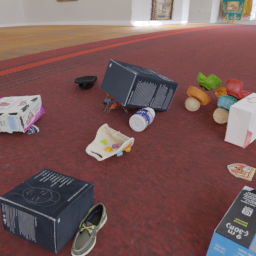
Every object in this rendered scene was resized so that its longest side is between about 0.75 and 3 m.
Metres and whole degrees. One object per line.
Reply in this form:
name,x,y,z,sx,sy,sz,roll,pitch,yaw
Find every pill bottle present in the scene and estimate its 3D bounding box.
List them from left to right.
pill bottle,0.649,-0.413,11.951,0.739,0.739,1.235,13,29,24

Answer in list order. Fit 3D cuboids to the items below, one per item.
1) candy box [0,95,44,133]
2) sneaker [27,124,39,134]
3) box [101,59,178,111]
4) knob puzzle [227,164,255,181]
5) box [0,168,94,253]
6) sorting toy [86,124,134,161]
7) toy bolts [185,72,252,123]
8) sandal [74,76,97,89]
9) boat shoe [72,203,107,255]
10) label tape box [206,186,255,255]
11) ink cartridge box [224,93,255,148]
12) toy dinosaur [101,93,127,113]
candy box,-5.352,-0.572,11.795,2.965,0.904,2.022,-3,27,10
sneaker,-4.078,0.023,11.614,0.768,0.269,0.417,24,34,33
box,0.541,-1.948,13.019,2.780,1.488,2.063,4,25,-41
knob puzzle,3.683,1.358,9.170,0.916,0.127,0.916,0,27,0
box,-1.923,1.930,6.926,1.592,1.004,1.619,11,22,23
sorting toy,-0.738,0.662,9.962,1.330,0.789,1.477,-31,41,-33
toy bolts,4.246,-1.122,13.073,2.590,1.880,2.711,33,0,-29
sandal,-2.376,-2.681,16.615,1.066,0.678,2.835,3,15,7
boat shoe,-0.938,2.417,6.762,0.525,0.439,1.468,9,29,17
label tape box,2.909,2.629,5.807,2.070,0.955,2.889,20,32,34
ink cartridge box,4.926,-0.432,11.143,0.875,1.510,2.592,24,35,39
toy dinosaur,-0.840,-1.354,13.212,0.972,1.851,1.680,-27,3,-16
